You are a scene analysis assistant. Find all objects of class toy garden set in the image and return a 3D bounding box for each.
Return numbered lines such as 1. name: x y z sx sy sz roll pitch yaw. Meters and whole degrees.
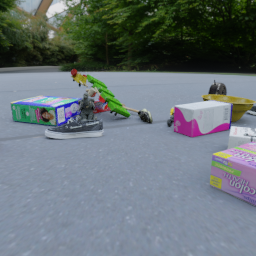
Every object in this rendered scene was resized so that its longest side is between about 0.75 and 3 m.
1. toy garden set: -1.411 -1.567 13.146 2.317 0.555 2.780 22 24 -51

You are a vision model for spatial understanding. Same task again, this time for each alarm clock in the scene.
1. alarm clock: 5.343 -1.887 16.391 0.671 1.359 2.015 14 -7 38

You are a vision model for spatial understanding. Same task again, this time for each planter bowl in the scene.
1. planter bowl: 4.503 -0.867 12.806 2.374 0.989 2.374 4 14 -1

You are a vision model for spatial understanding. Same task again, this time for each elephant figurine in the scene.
1. elephant figurine: -1.802 -0.949 12.361 1.093 1.409 0.997 13 19 40

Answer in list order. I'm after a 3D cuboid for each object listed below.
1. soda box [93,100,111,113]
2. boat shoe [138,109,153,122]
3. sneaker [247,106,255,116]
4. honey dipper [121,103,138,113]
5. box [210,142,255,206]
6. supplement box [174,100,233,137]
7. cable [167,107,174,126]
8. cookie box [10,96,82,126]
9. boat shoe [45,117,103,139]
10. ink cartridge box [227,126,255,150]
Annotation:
1. soda box: -1.622 -1.141 14.712 0.649 0.588 1.854 13 20 42
2. boat shoe: 0.755 -0.523 12.675 0.463 0.503 1.408 -16 19 -5
3. sneaker: 6.836 -1.023 13.710 2.066 0.874 0.769 13 19 41
4. honey dipper: 0.073 -0.940 14.348 0.398 0.398 2.095 -11 22 -37
5. box: 2.943 0.975 6.208 1.661 0.803 1.461 -11 18 -34
6. supplement box: 2.932 -0.405 10.963 2.116 1.071 1.094 -9 17 -32
7. cable: 1.867 -0.368 12.195 0.323 0.624 1.285 6 36 26
8. cookie box: -3.680 -0.851 12.907 2.467 0.927 2.110 5 17 22
9. boat shoe: -1.957 -0.037 10.246 2.107 0.714 0.756 -2 15 -6
10. ink cartridge box: 3.866 0.462 8.418 1.606 0.666 1.179 6 17 21
